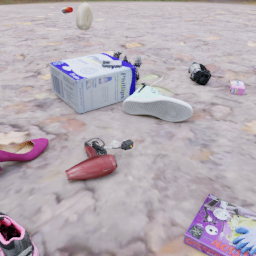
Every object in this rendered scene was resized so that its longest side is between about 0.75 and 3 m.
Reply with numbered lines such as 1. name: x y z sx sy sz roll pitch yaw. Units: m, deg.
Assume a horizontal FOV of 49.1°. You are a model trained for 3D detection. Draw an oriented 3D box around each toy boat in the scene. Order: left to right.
1. toy boat: -1.938 -4.420 10.899 1.240 1.042 0.576 6 9 -45

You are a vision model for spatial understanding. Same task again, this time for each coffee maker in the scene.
1. coffee maker: 3.846 -2.816 14.493 1.230 0.862 1.280 0 32 -1

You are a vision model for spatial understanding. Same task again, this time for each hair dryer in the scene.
1. hair dryer: -1.014 0.981 8.590 1.758 0.627 2.308 0 21 34

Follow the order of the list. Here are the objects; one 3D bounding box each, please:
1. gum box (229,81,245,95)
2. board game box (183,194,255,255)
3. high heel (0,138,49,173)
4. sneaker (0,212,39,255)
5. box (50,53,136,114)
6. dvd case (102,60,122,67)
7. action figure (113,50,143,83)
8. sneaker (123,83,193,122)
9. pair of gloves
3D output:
1. gum box: 5.266 -1.964 13.549 0.592 0.345 1.043 6 31 10
2. board game box: 2.695 2.476 6.090 2.547 0.411 1.529 19 40 28
3. high heel: -3.426 0.557 8.583 0.754 1.074 2.235 21 36 31
4. sneaker: -2.737 2.144 6.036 2.041 0.974 0.806 18 37 31
5. box: -1.583 -2.170 12.706 2.963 1.554 2.725 -20 37 -31
6. dvd case: -0.685 -2.790 12.134 0.828 0.102 0.623 1 31 -1
7. action figure: -0.025 -3.344 14.864 1.631 1.400 2.744 5 31 -11
8. sneaker: 1.365 -1.162 11.438 2.806 1.032 1.655 10 38 21
9. pair of gloves: 2.849 2.452 5.670 1.099 0.156 1.367 -16 35 -25
